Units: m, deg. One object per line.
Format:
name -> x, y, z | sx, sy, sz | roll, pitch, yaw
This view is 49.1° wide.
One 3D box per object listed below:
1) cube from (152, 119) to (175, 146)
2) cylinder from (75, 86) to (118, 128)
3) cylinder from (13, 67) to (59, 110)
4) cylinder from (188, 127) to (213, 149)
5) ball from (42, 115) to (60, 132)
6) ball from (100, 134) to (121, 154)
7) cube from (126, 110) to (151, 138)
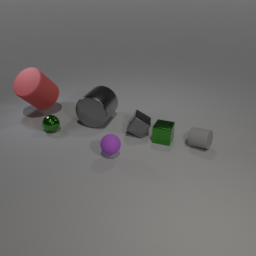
cube -> 1.352, 0.164, 10.688 | 0.700, 0.700, 0.700 | 11, 30, 19
cylinder -> -1.303, -0.923, 11.934 | 1.400, 1.400, 1.400 | 9, 30, 16
cylinder -> -3.976, -1.691, 12.236 | 1.400, 1.400, 1.400 | -7, 68, 18
cylinder -> 2.644, 0.359, 10.217 | 0.700, 0.700, 0.700 | 12, 30, 34
ball -> -3.116, -0.187, 11.332 | 0.700, 0.700, 0.700 | 0, 29, 0
ball -> -0.595, 0.554, 9.574 | 0.700, 0.700, 0.700 | 0, 29, 0
cube -> 0.433, -0.163, 11.026 | 0.700, 0.700, 0.700 | 30, 27, -10
